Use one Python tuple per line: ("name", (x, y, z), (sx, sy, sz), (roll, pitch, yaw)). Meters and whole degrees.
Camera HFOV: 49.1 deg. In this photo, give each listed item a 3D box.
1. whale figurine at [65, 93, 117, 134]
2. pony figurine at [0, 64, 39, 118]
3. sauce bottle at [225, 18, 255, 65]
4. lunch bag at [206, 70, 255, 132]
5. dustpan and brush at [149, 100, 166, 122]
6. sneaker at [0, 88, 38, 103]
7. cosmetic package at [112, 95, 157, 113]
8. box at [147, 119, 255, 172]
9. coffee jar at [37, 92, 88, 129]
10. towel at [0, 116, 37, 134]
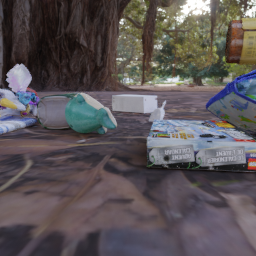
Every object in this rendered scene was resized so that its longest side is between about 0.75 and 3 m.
("whale figurine", (-0.885, -0.233, 6.334), (0.760, 1.165, 1.464), (-43, 35, -22))
("pony figurine", (-3.424, -0.801, 8.042), (2.155, 1.859, 2.232), (37, 14, 22))
("sauce bottle", (2.038, -0.993, 3.238), (1.718, 0.567, 0.567), (6, 10, 14))
("lunch bag", (2.798, -0.552, 5.620), (2.060, 1.312, 1.751), (3, -9, 0))
("dustpan and brush", (1.016, -0.537, 8.916), (0.229, 0.801, 0.559), (22, -6, -35))
("sneaker", (-5.017, -1.205, 11.999), (1.427, 1.032, 2.920), (7, 13, 39))
("cosmetic package", (0.279, -1.062, 12.124), (1.785, 0.724, 1.008), (9, 13, 41))
("box", (1.162, 0.201, 4.842), (1.546, 0.450, 2.258), (1, 9, 8))
("coffee jar", (-1.722, -0.552, 8.155), (1.115, 0.913, 2.139), (-1, 9, 6))
("towel", (-3.943, -0.052, 6.833), (2.192, 0.355, 2.984), (3, 9, 12))
